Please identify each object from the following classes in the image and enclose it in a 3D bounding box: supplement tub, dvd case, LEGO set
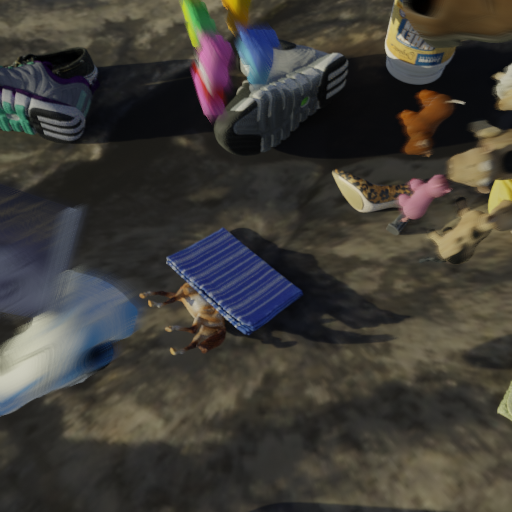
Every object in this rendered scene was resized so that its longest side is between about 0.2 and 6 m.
[{"bbox_3d":[3.306,-4.502,10.929,1.396,1.930,1.396,0,57,1],"label":"supplement tub"},{"bbox_3d":[-2.070,-0.091,4.318,0.104,1.296,0.964,-2,73,49],"label":"dvd case"},{"bbox_3d":[-0.438,-4.085,8.892,1.325,1.426,3.474,-7,65,-20],"label":"LEGO set"}]

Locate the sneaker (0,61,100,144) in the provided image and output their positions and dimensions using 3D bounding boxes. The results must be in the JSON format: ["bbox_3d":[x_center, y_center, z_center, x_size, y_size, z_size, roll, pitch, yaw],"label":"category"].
[{"bbox_3d":[-4.619,-3.141,10.561,3.181,1.184,1.392,16,62,-2],"label":"sneaker"}]

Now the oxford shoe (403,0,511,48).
[{"bbox_3d":[3.005,-3.447,7.472,2.501,1.056,0.909,7,78,53],"label":"oxford shoe"}]

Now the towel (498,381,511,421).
[{"bbox_3d":[4.187,1.890,7.869,1.145,0.281,1.543,30,62,16],"label":"towel"}]

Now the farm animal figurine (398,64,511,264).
[{"bbox_3d":[2.479,-0.900,5.960,1.942,1.964,1.024,-23,30,8],"label":"farm animal figurine"}]

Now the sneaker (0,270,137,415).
[{"bbox_3d":[-2.090,1.073,5.723,0.937,2.586,0.929,33,42,-19],"label":"sneaker"}]

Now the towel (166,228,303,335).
[{"bbox_3d":[-0.320,0.322,8.682,1.846,0.220,1.337,39,47,22],"label":"towel"}]

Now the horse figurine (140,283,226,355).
[{"bbox_3d":[-0.945,0.821,8.391,1.156,0.435,1.744,-15,49,-30],"label":"horse figurine"}]

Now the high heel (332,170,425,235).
[{"bbox_3d":[2.146,-1.213,9.621,1.557,0.556,1.110,40,72,4],"label":"high heel"}]

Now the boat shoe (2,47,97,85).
[{"bbox_3d":[-4.412,-3.687,11.158,2.375,0.672,0.815,-12,59,-8],"label":"boat shoe"}]

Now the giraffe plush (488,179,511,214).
[{"bbox_3d":[4.940,-1.333,9.129,1.765,1.878,2.177,-18,76,-25],"label":"giraffe plush"}]

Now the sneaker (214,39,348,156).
[{"bbox_3d":[0.042,-3.166,10.641,1.936,1.258,3.353,37,54,26],"label":"sneaker"}]
